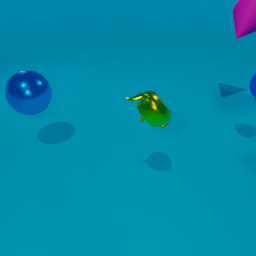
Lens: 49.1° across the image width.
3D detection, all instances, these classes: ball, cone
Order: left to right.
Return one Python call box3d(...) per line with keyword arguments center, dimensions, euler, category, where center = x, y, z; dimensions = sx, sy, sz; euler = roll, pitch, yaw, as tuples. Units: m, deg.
box3d(center=(-2.443, -0.866, 6.918), dimensions=(1.106, 1.106, 1.106), euler=(0, 33, 0), category="ball")
box3d(center=(3.471, -3.041, 8.359), dimensions=(1.178, 1.178, 1.182), euler=(23, 66, 31), category="cone")

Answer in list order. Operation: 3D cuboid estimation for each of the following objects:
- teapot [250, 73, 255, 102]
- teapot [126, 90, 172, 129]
box3d(center=(3.392, -1.078, 6.818), dimensions=(0.582, 1.188, 0.739), euler=(-6, 42, -16), category="teapot")
box3d(center=(0.434, -0.346, 5.351), dimensions=(0.582, 1.188, 0.739), euler=(-39, 40, 13), category="teapot")
